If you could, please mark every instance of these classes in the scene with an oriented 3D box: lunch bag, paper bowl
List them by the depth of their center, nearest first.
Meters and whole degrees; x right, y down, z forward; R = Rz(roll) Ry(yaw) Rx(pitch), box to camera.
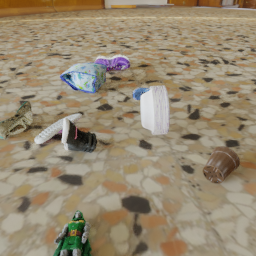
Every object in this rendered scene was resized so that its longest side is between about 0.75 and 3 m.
[{"bbox_3d":[0.905,-0.615,9.773,0.883,1.698,1.698,-3,30,1],"label":"paper bowl"},{"bbox_3d":[-2.263,-2.681,14.398,1.946,1.240,1.654,16,33,8],"label":"lunch bag"}]

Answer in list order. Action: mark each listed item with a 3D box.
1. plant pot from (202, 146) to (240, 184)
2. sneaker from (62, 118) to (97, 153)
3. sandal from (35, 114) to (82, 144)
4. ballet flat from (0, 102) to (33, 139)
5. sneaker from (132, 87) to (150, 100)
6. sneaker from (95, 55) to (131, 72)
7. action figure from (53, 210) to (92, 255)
[{"bbox_3d":[2.704,1.129,8.291,0.882,0.882,0.874,23,44,34],"label":"plant pot"},{"bbox_3d":[-1.497,0.254,8.853,1.071,2.159,0.763,5,71,-5],"label":"sneaker"},{"bbox_3d":[-2.550,0.074,10.472,1.985,0.488,0.808,-34,28,-26],"label":"sandal"},{"bbox_3d":[-4.241,-0.232,10.871,0.812,0.732,2.157,29,40,4],"label":"ballet flat"},{"bbox_3d":[0.809,-1.406,11.211,1.329,0.522,0.593,-11,8,-18],"label":"sneaker"},{"bbox_3d":[-0.960,-3.728,16.819,2.359,0.951,0.984,2,44,20],"label":"sneaker"},{"bbox_3d":[-1.210,2.569,6.132,1.150,0.532,1.947,-3,27,0],"label":"action figure"}]
